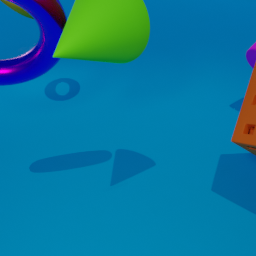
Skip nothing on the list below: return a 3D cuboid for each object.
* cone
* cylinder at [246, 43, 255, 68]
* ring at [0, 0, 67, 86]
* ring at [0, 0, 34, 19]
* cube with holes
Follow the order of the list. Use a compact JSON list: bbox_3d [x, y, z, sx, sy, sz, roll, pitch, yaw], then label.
[{"bbox_3d":[-0.483,-1.035,3.203,1.107,1.107,1.111,17,43,25],"label":"cone"},{"bbox_3d":[3.659,-1.948,7.096,0.906,0.906,0.906,-44,43,-4],"label":"cylinder"},{"bbox_3d":[-1.715,-1.203,3.546,1.910,1.910,0.382,-9,63,-14],"label":"ring"},{"bbox_3d":[-2.799,-3.523,7.022,0.381,1.905,1.905,-38,21,25],"label":"ring"},{"bbox_3d":[2.592,-0.131,4.026,1.325,1.325,1.325,24,-8,-37],"label":"cube with holes"}]
